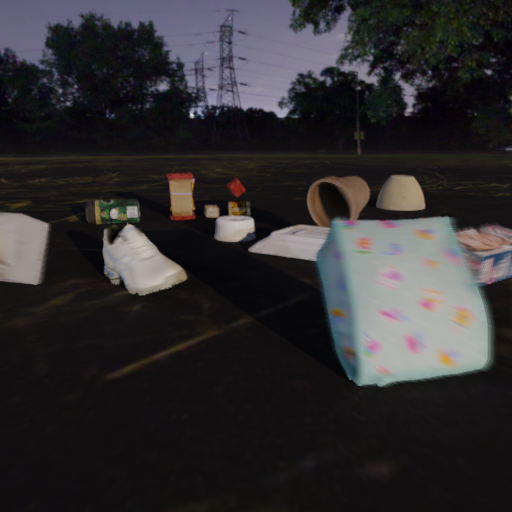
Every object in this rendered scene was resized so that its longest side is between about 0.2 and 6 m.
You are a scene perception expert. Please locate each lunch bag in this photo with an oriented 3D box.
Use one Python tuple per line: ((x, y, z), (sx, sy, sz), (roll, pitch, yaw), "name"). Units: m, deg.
((1.467, 0.489, 5.749), (1.392, 1.634, 0.996), (-3, -28, -12), "lunch bag")

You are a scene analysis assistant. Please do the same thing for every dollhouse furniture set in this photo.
((-1.302, -1.644, 15.292), (2.228, 1.199, 0.906), (-3, 13, -9), "dollhouse furniture set")

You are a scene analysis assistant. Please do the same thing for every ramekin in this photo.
((-0.475, -0.612, 12.436), (0.921, 0.449, 0.921), (0, 12, 0), "ramekin")

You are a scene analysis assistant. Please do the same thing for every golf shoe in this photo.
((-1.801, 0.014, 8.425), (1.896, 0.922, 0.742), (11, 28, 44), "golf shoe")

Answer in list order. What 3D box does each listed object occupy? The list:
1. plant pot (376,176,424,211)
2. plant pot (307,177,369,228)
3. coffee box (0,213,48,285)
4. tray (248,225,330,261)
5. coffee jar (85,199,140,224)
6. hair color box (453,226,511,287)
((4.452, -1.967, 17.236), (1.445, 0.970, 1.445), (-1, 13, 0), "plant pot")
((1.862, -1.234, 11.989), (1.214, 1.214, 1.058), (12, 33, 43), "plant pot")
((-4.265, -0.148, 8.764), (1.748, 1.000, 0.697), (5, -9, 18), "coffee box")
((1.775, -0.215, 10.849), (3.509, 0.389, 1.884), (8, 14, 32), "tray")
((-3.708, -1.136, 14.429), (1.346, 0.574, 0.702), (-3, 20, -15), "coffee jar")
((3.837, -0.034, 9.317), (1.850, 0.560, 0.925), (-10, 26, -36), "hair color box")
